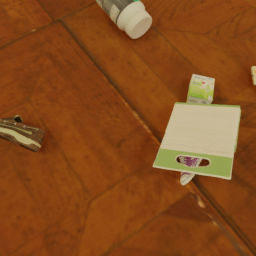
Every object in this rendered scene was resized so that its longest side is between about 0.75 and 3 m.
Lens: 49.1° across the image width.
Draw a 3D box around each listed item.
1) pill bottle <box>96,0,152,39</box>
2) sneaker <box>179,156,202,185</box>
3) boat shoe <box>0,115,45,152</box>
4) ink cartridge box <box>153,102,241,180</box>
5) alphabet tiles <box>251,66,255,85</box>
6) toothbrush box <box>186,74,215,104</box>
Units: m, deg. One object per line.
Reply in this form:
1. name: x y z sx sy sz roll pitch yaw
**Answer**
1. pill bottle: -0.139 -4.206 9.866 1.148 1.148 2.030 -35 76 -16
2. sneaker: 1.531 0.982 7.643 0.697 0.443 1.223 39 44 1
3. boat shoe: -3.323 -0.015 8.094 2.086 0.770 0.772 23 72 8
4. ink cartridge box: 1.877 0.337 7.353 1.845 0.608 2.535 6 47 22
5. alphabet tiles: 4.554 -1.634 9.035 1.295 0.095 1.267 3 73 -17
6. toothbrush box: 2.286 -1.157 8.813 0.719 0.425 0.987 14 53 6
